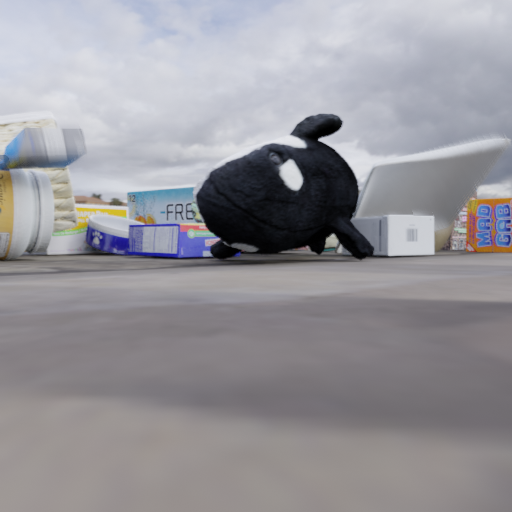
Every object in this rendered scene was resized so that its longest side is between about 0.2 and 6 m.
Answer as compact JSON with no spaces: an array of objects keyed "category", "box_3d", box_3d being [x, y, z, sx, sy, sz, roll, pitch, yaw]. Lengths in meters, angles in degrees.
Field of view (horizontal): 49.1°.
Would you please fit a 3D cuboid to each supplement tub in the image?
[{"category":"supplement tub","box_3d":[-3.823,-0.610,7.456,1.900,1.375,1.375,-2,2,-36]}]

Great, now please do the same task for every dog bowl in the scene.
[{"category":"dog bowl","box_3d":[-2.547,-0.389,10.411,1.176,0.463,1.176,14,11,-3]}]

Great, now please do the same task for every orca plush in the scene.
[{"category":"orca plush","box_3d":[0.800,-0.336,7.914,2.472,1.670,4.699,-44,-14,2]}]

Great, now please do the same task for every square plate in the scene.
[{"category":"square plate","box_3d":[3.055,-1.175,10.880,2.831,0.403,2.804,-13,-29,-15]}]

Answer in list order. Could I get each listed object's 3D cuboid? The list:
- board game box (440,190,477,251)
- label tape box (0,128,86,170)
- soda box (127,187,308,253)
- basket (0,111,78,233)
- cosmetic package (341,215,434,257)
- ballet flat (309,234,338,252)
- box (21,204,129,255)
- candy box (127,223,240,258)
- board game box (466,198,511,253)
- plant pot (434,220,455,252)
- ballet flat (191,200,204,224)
[{"category":"board game box","box_3d":[5.196,-1.021,15.230,0.844,1.743,1.389,0,1,-19]},{"category":"label tape box","box_3d":[-2.823,-1.338,7.050,1.090,0.345,0.786,-10,-1,-40]},{"category":"soda box","box_3d":[-0.977,-0.812,12.523,4.279,1.463,1.360,1,2,35]},{"category":"basket","box_3d":[-4.141,-1.156,8.869,2.389,1.619,1.474,-17,40,-24]},{"category":"cosmetic package","box_3d":[2.250,-0.332,9.641,1.124,0.693,1.128,-1,2,-33]},{"category":"ballet flat","box_3d":[2.183,-0.406,12.905,1.998,0.694,0.694,1,2,24]},{"category":"box","box_3d":[-3.555,-0.506,10.998,1.057,0.952,1.879,0,1,39]},{"category":"candy box","box_3d":[-1.163,-0.242,8.976,1.222,0.557,1.446,0,2,-44]},{"category":"board game box","box_3d":[5.611,-0.684,12.801,1.206,1.207,1.206,1,2,40]},{"category":"plant pot","box_3d":[3.994,-0.553,13.278,1.376,0.924,1.376,0,1,0]},{"category":"ballet flat","box_3d":[0.217,-0.962,10.120,2.813,1.044,1.044,-3,3,-34]}]
